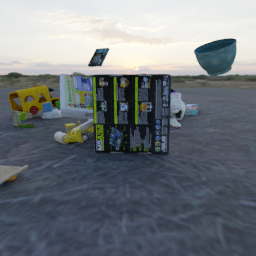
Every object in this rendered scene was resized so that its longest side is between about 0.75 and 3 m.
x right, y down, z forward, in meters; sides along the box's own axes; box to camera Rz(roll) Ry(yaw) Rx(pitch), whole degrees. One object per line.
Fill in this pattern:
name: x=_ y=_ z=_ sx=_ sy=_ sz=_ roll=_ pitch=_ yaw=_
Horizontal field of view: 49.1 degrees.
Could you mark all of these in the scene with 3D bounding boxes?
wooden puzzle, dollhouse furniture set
wooden puzzle: x=-2.408 y=0.879 z=5.020 sx=0.932 sy=0.216 sz=0.863 roll=-3 pitch=9 yaw=11
dollhouse furniture set: x=-3.996 y=-0.355 z=10.633 sx=0.469 sy=0.612 sz=0.934 roll=-11 pitch=16 yaw=-43

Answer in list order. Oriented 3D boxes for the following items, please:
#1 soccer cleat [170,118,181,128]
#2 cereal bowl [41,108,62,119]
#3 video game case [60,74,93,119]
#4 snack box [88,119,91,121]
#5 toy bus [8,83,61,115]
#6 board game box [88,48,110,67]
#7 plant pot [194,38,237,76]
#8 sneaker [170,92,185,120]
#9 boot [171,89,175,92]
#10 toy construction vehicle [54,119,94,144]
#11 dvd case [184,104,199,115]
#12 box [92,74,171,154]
soccer cleat: x=1.761 y=-0.193 z=10.620 sx=0.270 sy=0.302 sz=0.780 roll=-3 pitch=11 yaw=-17
cereal bowl: x=-3.586 y=-0.704 z=13.171 sx=0.973 sy=0.405 sz=0.973 roll=1 pitch=10 yaw=0
video game case: x=-0.936 y=-1.026 z=9.457 sx=2.648 sy=0.321 sz=2.909 roll=6 pitch=29 yaw=-18
snack box: x=-0.959 y=-0.260 z=11.247 sx=1.125 sy=0.209 sz=0.653 roll=-6 pitch=12 yaw=-29
toy bus: x=-4.218 y=-1.414 z=13.201 sx=2.457 sy=1.345 sz=2.604 roll=-12 pitch=11 yaw=-1
board game box: x=-1.091 y=-2.645 z=10.467 sx=0.588 sy=0.869 sz=0.122 roll=5 pitch=-30 yaw=29
plant pot: x=3.012 y=-2.345 z=9.478 sx=1.393 sy=0.934 sz=1.393 roll=-16 pitch=24 yaw=8
sneaker: x=2.152 y=-0.790 z=12.711 sx=0.853 sy=1.135 sz=2.279 roll=-10 pitch=-15 yaw=16
boot: x=0.997 y=-1.547 z=15.393 sx=2.957 sy=1.094 sz=2.423 roll=4 pitch=-8 yaw=-12
toy construction vehicle: x=-0.864 y=0.001 z=8.160 sx=2.237 sy=0.788 sz=1.947 roll=-7 pitch=12 yaw=-33
dvd case: x=2.799 y=-1.054 z=15.375 sx=2.071 sy=0.312 sz=2.837 roll=3 pitch=12 yaw=14
box: x=0.091 y=-0.336 z=6.829 sx=1.875 sy=1.941 sz=0.461 roll=1 pitch=12 yaw=9
